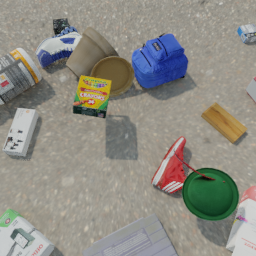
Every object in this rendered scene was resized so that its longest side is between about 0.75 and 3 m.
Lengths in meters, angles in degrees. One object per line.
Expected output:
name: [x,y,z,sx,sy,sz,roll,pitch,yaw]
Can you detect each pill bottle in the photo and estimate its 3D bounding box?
pill bottle: [-5.230,-1.998,11.749,2.794,1.626,1.626,-37,69,-16]

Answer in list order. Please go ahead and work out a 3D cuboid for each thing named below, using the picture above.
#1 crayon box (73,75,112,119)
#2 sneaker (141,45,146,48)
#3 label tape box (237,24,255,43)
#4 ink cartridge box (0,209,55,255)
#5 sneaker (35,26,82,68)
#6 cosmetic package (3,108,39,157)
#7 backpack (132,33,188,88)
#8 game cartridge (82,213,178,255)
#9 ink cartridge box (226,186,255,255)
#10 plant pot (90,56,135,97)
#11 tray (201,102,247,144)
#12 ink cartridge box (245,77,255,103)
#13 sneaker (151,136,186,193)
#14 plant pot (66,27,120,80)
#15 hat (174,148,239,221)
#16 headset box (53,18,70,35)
crayon box: [-1.252,-1.246,10.118,1.173,0.469,1.848,8,50,-5]
sneaker: [0.985,-3.635,13.197,0.891,0.514,0.360,12,65,6]
label tape box: [6.129,-4.701,13.813,1.172,0.388,0.840,-13,64,-5]
ink cartridge box: [-3.630,3.843,9.221,1.936,0.814,1.413,33,68,15]
sneaker: [-2.887,-3.614,12.903,1.460,1.022,2.529,38,67,19]
cosmetic package: [-4.299,0.144,11.292,0.795,0.488,1.925,7,63,2]
backpack: [1.237,-2.952,12.147,2.193,1.840,1.782,-24,58,-8]
game cartridge: [0.079,4.216,9.246,2.792,0.536,1.810,-24,61,-12]
ink cartridge box: [4.366,3.563,9.301,1.613,0.935,2.769,25,64,12]
plant pot: [-0.663,-2.175,11.806,1.895,1.895,0.260,-12,41,-6]
tray: [3.967,-0.238,11.588,0.843,0.316,1.709,-38,68,-18]
ink cartridge box: [6.654,-1.681,11.911,2.444,1.019,1.775,-24,66,-12]
sneaker: [1.902,1.467,10.554,1.263,0.856,2.186,33,80,6]
plant pot: [-1.626,-2.952,12.174,1.847,2.129,2.129,-44,70,-2]
hat: [2.230,1.759,8.095,1.981,1.743,1.641,10,74,20]
headset box: [-3.324,-5.101,14.020,0.801,0.372,0.697,-9,63,-5]
